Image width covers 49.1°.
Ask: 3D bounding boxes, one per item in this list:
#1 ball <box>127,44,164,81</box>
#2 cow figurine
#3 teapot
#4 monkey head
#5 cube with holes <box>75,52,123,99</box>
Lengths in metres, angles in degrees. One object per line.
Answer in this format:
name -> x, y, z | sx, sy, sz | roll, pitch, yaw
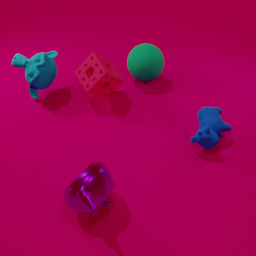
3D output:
ball -> 0.651, -2.408, 10.346 | 1.359, 1.359, 1.359 | 0, 44, 0
cow figurine -> 2.337, -0.055, 8.233 | 1.409, 0.786, 1.432 | 6, 53, -31
teapot -> -0.819, 1.447, 6.407 | 0.987, 2.016, 1.253 | 45, 93, -2
monkey head -> -3.185, -2.015, 9.675 | 1.358, 1.137, 1.887 | 22, 85, 9
cube with holes -> -0.972, -1.745, 9.435 | 0.973, 0.973, 0.973 | 12, 42, -57
